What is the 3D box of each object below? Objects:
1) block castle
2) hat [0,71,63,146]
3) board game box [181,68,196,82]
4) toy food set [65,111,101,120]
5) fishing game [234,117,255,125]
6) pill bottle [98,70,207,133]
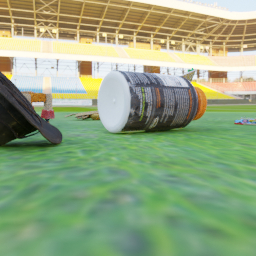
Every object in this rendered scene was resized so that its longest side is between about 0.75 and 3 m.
[{"bbox_3d":[-3.699,-0.552,8.752,1.619,1.137,2.423,11,13,37],"label":"block castle"},{"bbox_3d":[-1.971,-0.193,4.497,0.822,2.037,2.037,-45,11,-5],"label":"hat"},{"bbox_3d":[1.452,-1.348,8.659,1.143,0.148,1.143,-23,-18,-7],"label":"board game box"},{"bbox_3d":[-1.985,-0.576,14.441,2.321,0.466,1.603,-9,1,-30],"label":"toy food set"},{"bbox_3d":[4.685,-0.291,10.475,1.338,0.290,1.868,5,9,32],"label":"fishing game"},{"bbox_3d":[0.763,-0.656,7.289,2.821,1.498,1.498,-2,5,-34],"label":"pill bottle"}]
